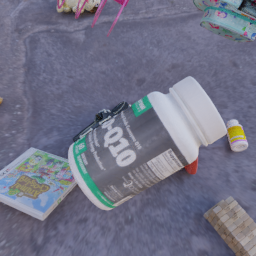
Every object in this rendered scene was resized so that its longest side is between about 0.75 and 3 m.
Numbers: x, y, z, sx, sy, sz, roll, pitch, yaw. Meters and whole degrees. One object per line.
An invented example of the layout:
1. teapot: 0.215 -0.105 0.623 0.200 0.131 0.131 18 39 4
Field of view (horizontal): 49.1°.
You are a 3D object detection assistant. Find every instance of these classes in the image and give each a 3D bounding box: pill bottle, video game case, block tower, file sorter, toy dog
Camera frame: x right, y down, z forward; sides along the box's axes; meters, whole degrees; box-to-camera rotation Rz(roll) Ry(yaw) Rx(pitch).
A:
1. pill bottle: 3.226 0.205 8.374 0.483 0.483 0.926 -1 53 0
2. video game case: -2.346 1.297 7.169 2.021 0.223 1.840 14 36 23
3. pill bottle: 0.364 0.287 5.557 2.785 1.575 1.575 -33 55 8
4. block tower: 2.826 2.696 6.345 0.656 0.703 2.431 -28 56 -20
5. file sorter: -1.010 -3.474 7.056 2.063 1.434 1.294 27 84 -13
6. toy dog: -2.140 -5.711 12.606 1.776 1.239 1.722 7 12 7

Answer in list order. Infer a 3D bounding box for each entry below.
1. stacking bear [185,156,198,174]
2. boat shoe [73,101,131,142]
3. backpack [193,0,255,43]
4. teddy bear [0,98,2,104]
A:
1. stacking bear: 0.529 0.519 7.677 2.463 1.401 1.496 -7 52 1
2. boat shoe: -0.733 -0.179 8.368 0.659 0.826 2.186 49 56 -15
3. backpack: 2.719 -3.206 7.321 2.064 1.554 1.832 29 15 -6
4. teddy bear: -4.822 -0.525 8.969 1.268 0.584 1.749 8 45 -3
